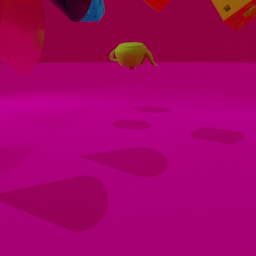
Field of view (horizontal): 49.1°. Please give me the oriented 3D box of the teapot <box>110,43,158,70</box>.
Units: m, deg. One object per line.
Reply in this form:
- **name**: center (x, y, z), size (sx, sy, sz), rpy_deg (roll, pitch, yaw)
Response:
- **teapot**: center (0.196, -2.715, 10.689), size (1.973, 0.966, 1.226), rpy_deg (9, 28, 22)

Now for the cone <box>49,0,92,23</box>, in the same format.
- **cone**: center (-1.654, -3.124, 5.865), size (1.462, 1.456, 1.456), rpy_deg (16, 17, 10)

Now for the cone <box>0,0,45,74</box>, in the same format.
- **cone**: center (-2.211, -1.615, 4.223), size (1.429, 1.424, 1.424), rpy_deg (8, 15, 3)

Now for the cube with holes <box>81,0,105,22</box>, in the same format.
- **cube with holes**: center (-1.201, -3.769, 8.547), size (0.749, 0.749, 0.749), rpy_deg (4, 43, 10)

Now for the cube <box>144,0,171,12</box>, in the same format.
- **cube**: center (0.771, -3.968, 7.546), size (0.941, 0.941, 0.941), rpy_deg (22, -44, -38)

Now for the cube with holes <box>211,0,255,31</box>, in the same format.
- **cube with holes**: center (2.970, -3.624, 7.390), size (1.304, 1.304, 1.304), rpy_deg (-32, -13, 32)
